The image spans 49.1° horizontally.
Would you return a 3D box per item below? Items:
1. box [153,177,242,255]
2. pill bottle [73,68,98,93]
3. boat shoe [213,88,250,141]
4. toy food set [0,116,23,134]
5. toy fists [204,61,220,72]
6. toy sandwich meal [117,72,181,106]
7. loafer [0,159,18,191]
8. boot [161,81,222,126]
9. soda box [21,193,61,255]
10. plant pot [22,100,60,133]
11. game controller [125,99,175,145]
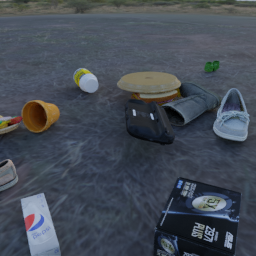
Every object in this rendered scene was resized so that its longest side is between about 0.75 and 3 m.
[{"bbox_3d":[1.446,1.913,5.658,1.417,0.745,1.730,12,30,21],"label":"box"},{"bbox_3d":[-1.996,-2.258,13.432,0.887,0.887,1.577,-12,30,-22],"label":"pill bottle"},{"bbox_3d":[3.719,-0.497,9.992,1.116,0.971,3.027,10,29,18],"label":"boat shoe"},{"bbox_3d":[-4.501,-0.099,9.453,1.753,0.431,1.771,-4,15,13],"label":"toy food set"},{"bbox_3d":[4.900,-3.559,16.293,1.086,0.554,0.373,-16,43,-28],"label":"toy fists"},{"bbox_3d":[0.973,-1.668,12.300,3.072,1.052,3.072,-1,24,1],"label":"toy sandwich meal"},{"bbox_3d":[-3.784,1.377,6.759,2.131,0.670,0.766,-22,35,-36],"label":"loafer"},{"bbox_3d":[2.200,-1.008,11.262,2.564,0.930,2.331,-27,35,-29],"label":"boot"},{"bbox_3d":[-1.771,2.041,5.640,0.506,0.544,1.595,-12,31,-22],"label":"soda box"},{"bbox_3d":[-3.014,-0.466,10.002,1.100,1.100,1.007,11,14,19],"label":"plant pot"},{"bbox_3d":[0.631,-0.279,9.139,1.447,0.584,2.774,4,25,-5],"label":"game controller"}]
